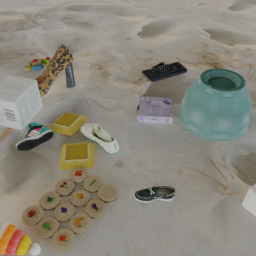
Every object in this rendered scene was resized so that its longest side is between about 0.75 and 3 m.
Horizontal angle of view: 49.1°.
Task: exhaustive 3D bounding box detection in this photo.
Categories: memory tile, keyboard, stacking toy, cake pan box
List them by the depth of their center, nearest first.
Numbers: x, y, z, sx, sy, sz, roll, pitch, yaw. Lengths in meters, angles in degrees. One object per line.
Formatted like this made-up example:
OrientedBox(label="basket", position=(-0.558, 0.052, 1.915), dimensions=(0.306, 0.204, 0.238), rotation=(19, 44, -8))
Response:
OrientedBox(label="stacking toy", position=(-2.790, 2.989, 7.219), dimensions=(1.124, 0.821, 0.821), rotation=(22, 43, -4))
OrientedBox(label="memory tile", position=(-1.646, 2.256, 8.272), dimensions=(1.917, 0.210, 2.501), rotation=(27, 47, 27))
OrientedBox(label="cake pan box", position=(1.110, -0.766, 11.593), dimensions=(1.480, 0.387, 1.363), rotation=(3, 39, 3))
OrientedBox(label="keyboard", position=(1.783, -2.979, 14.202), dimensions=(2.168, 0.278, 1.302), rotation=(-18, 44, -21))

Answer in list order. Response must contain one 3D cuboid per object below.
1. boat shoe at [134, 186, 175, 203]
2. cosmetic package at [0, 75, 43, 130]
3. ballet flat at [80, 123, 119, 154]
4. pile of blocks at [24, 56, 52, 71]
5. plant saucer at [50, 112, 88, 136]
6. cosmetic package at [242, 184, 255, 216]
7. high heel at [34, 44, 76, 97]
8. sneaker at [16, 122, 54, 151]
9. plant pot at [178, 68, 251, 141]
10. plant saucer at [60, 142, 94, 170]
OrientedBox(label="boat shoe", position=(0.797, 1.920, 8.336), dimensions=(1.254, 0.378, 0.474), rotation=(-1, 41, -20))
OrientedBox(label="cosmetic package", position=(-4.491, -1.040, 11.130), dimensions=(1.370, 1.378, 1.647), rotation=(11, 41, 13))
OrientedBox(label="ballet flat", position=(-1.049, 0.198, 10.293), dimensions=(0.684, 0.684, 1.970), rotation=(-32, 50, -31))
OrientedBox(label="pile of blocks", position=(-4.575, -3.341, 14.437), dimensions=(1.576, 0.490, 0.647), rotation=(-25, 47, -25))
OrientedBox(label="plant saucer", position=(-2.347, -0.242, 10.955), dimensions=(1.137, 0.276, 1.137), rotation=(12, 41, 25))
OrientedBox(label="cosmetic package", position=(4.225, 1.851, 8.230), dimensions=(1.637, 0.881, 0.695), rotation=(-24, 47, -27))
OrientedBox(label="high heel", position=(-3.808, -2.475, 12.214), dimensions=(2.960, 2.110, 1.057), rotation=(-18, 44, -19))
OrientedBox(label="sneaker", position=(-3.561, 0.244, 10.249), dimensions=(1.424, 0.596, 0.860), rotation=(-27, 52, -38))
OrientedBox(label="plant pot", position=(3.469, -1.122, 10.867), dimensions=(2.797, 1.874, 2.797), rotation=(0, 41, 0))
OrientedBox(label="plant saucer", position=(-1.772, 0.894, 9.772), dimensions=(1.167, 0.283, 1.167), rotation=(-4, 41, -4))
